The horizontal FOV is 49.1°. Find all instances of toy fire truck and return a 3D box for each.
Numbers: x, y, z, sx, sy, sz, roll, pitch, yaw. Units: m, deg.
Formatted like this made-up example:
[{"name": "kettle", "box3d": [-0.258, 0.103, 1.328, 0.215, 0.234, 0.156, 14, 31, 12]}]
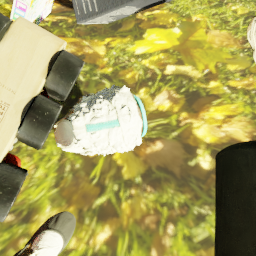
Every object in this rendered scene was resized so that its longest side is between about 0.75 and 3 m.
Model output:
[{"name": "toy fire truck", "box3d": [-1.832, -0.099, 3.616, 1.535, 2.386, 2.101, 27, 71, -15]}]

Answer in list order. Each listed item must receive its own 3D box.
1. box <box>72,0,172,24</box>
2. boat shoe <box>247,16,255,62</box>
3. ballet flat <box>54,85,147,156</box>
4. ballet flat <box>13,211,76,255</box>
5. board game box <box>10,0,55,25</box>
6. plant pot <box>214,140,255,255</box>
[{"name": "box", "box3d": [-0.232, -4.142, 7.487, 2.772, 2.051, 1.446, 1, 18, 41]}, {"name": "boat shoe", "box3d": [3.028, -1.761, 5.982, 0.567, 1.638, 0.604, 24, 90, 40]}, {"name": "ballet flat", "box3d": [-0.641, -0.026, 4.090, 1.016, 2.831, 1.016, 2, 84, -17]}, {"name": "ballet flat", "box3d": [-1.069, 1.512, 3.263, 1.216, 0.416, 0.414, -45, 104, -3]}, {"name": "board game box", "box3d": [-2.500, -3.559, 7.736, 0.403, 1.582, 2.353, 26, 44, -13]}, {"name": "plant pot", "box3d": [2.273, 1.112, 3.638, 2.055, 1.823, 2.050, 3, 71, 13]}]
